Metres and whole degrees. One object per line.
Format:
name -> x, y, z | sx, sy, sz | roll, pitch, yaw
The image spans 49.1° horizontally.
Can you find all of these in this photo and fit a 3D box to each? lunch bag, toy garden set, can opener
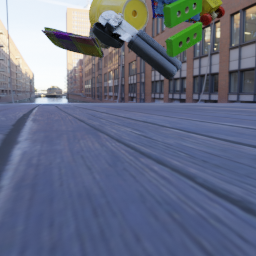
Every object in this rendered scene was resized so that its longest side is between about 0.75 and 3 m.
lunch bag -> -1.126, -3.990, 12.040 | 0.632, 1.075, 0.882 | -42, -8, -25
lunch bag -> 1.549, -3.546, 6.826 | 1.410, 1.874, 0.881 | 20, -23, 26
toy garden set -> 0.930, -2.089, 4.104 | 1.371, 1.645, 0.328 | -36, 44, -28
can opener -> 0.242, -2.091, 7.122 | 0.641, 2.436, 0.810 | -53, -2, -36

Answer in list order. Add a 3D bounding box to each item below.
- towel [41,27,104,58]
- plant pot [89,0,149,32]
towel -> -2.268, -3.641, 11.993 | 2.425, 0.276, 1.742 | 14, -8, 12
plant pot -> -0.214, -3.844, 9.589 | 1.731, 1.731, 1.629 | -5, 17, -37
